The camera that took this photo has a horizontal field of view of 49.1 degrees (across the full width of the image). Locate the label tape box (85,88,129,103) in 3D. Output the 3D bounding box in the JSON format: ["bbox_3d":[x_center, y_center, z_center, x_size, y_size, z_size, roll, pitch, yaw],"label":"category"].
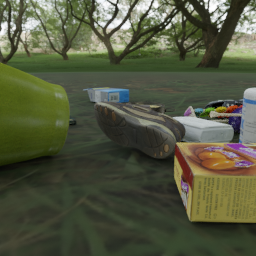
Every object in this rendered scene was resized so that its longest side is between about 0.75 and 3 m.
[{"bbox_3d":[-1.099,-1.617,13.787,1.387,0.640,1.937,-12,16,-44],"label":"label tape box"}]

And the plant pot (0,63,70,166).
[{"bbox_3d":[-2.431,-0.231,5.416,2.245,2.331,2.331,5,9,-34],"label":"plant pot"}]

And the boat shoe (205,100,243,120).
[{"bbox_3d":[3.499,-0.627,9.480,0.721,0.763,2.128,-7,13,-27],"label":"boat shoe"}]

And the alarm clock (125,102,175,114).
[{"bbox_3d":[0.693,-0.498,9.128,1.989,0.662,1.342,-9,16,-24],"label":"alarm clock"}]

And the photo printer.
[{"bbox_3d":[1.684,0.047,7.095,1.224,0.511,1.471,-3,13,-34],"label":"photo printer"}]

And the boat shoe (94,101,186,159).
[{"bbox_3d":[0.216,-0.073,6.436,2.472,0.921,0.906,27,40,37],"label":"boat shoe"}]

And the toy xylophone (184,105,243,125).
[{"bbox_3d":[2.700,-0.383,8.080,1.976,0.496,1.446,0,-12,-11],"label":"toy xylophone"}]

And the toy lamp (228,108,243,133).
[{"bbox_3d":[3.451,0.082,6.483,0.824,0.824,2.830,-3,15,-12],"label":"toy lamp"}]

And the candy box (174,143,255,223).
[{"bbox_3d":[2.032,0.716,4.092,2.512,0.709,1.466,2,13,0],"label":"candy box"}]

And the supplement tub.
[{"bbox_3d":[2.664,0.006,5.338,0.975,1.478,0.975,1,13,0],"label":"supplement tub"}]

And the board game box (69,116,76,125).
[{"bbox_3d":[-2.224,-0.270,9.235,0.782,0.163,1.157,-7,15,-24],"label":"board game box"}]
